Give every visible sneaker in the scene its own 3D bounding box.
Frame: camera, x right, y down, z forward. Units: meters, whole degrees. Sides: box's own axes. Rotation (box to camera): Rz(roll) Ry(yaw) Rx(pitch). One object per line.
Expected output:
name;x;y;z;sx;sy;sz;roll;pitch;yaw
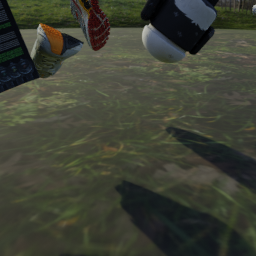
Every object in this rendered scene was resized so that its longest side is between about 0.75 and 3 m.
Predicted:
sneaker;-1.901;-1.781;6.989;1.069;1.299;2.824;19;11;-22
sneaker;-1.429;-4.099;10.138;1.020;2.619;1.076;-34;38;-29

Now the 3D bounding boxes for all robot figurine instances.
robot figurine;1.653;-3.413;8.916;2.071;2.756;1.720;41;22;9

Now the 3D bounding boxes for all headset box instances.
headset box;-2.958;-2.098;5.457;1.228;2.648;2.305;-27;38;-17

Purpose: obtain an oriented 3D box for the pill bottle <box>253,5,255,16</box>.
pill bottle;4.221;-3.625;8.477;0.763;0.428;0.428;8;23;41
